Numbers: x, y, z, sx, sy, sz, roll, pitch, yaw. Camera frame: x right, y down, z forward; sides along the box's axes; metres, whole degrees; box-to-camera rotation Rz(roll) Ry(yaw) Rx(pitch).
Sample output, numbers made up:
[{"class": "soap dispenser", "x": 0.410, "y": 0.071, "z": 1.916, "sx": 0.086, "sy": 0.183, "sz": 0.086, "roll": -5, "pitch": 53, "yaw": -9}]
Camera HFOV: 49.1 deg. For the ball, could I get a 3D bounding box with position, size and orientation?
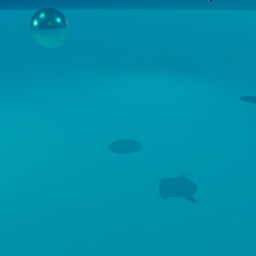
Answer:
[{"class": "ball", "x": -1.647, "y": -2.114, "z": 5.931, "sx": 0.802, "sy": 0.802, "sz": 0.802, "roll": 0, "pitch": 25, "yaw": 0}]
